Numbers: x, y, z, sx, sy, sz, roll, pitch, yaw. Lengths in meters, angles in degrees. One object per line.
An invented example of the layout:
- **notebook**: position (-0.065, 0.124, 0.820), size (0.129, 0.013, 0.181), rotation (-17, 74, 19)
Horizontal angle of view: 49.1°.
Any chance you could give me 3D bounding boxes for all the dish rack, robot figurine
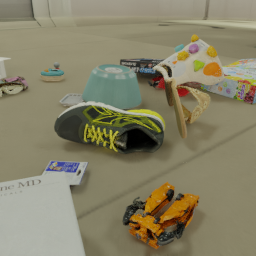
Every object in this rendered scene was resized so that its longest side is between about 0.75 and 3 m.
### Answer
- **dish rack**: position (-1.727, -0.878, 8.974), size (0.719, 0.182, 0.838), rotation (5, 26, 9)
- **robot figurine**: position (0.520, 1.305, 4.222), size (0.921, 0.370, 1.271), rotation (19, 31, 34)

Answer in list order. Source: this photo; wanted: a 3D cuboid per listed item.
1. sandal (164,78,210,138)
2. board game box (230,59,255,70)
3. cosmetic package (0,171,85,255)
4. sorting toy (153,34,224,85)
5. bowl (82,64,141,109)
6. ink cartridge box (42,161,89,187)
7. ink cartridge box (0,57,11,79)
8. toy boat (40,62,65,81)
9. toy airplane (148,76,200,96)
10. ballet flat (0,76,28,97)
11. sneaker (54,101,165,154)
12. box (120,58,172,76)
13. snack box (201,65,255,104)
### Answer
- **sandal**: position (1.661, -0.779, 7.536), size (1.010, 1.126, 3.072), rotation (-10, 24, 4)
- **board game box**: position (5.232, -2.602, 12.009), size (1.553, 0.395, 2.311), rotation (10, 26, 40)
- **cosmetic package**: position (-1.064, 1.722, 2.555), size (1.510, 1.061, 2.977), rotation (-9, 26, -17)
- **sorting toy**: position (1.888, -2.154, 9.567), size (1.852, 1.099, 2.058), rotation (-27, 45, -6)
- **bowl**: position (-0.474, -1.411, 8.927), size (1.946, 1.018, 1.946), rotation (5, 27, -3)
- **ink cartridge box**: position (-1.208, 0.896, 5.306), size (0.790, 0.186, 0.781), rotation (4, 24, 4)
- **ink cartridge box**: position (-5.871, -2.265, 11.168), size (1.327, 0.763, 2.266), rotation (10, 27, 19)
- **toy boat**: position (-3.057, -2.312, 11.513), size (1.011, 0.559, 1.203), rotation (1, 26, 3)
- **toy airplane**: position (1.887, -1.760, 10.512), size (2.357, 0.434, 2.357), rotation (0, 26, 0)
- **ballet flat**: position (-4.272, -1.354, 9.615), size (1.767, 0.611, 0.629), rotation (-22, 53, -38)
- **sneaker**: position (-0.394, 0.023, 6.212), size (2.554, 0.951, 1.081), rotation (0, 26, -1)
- **box**: position (1.163, -2.571, 11.597), size (2.264, 0.562, 2.247), rotation (10, 18, 28)
- **snack box**: position (3.952, -1.616, 9.891), size (1.745, 0.700, 2.070), rotation (-20, 34, -34)
